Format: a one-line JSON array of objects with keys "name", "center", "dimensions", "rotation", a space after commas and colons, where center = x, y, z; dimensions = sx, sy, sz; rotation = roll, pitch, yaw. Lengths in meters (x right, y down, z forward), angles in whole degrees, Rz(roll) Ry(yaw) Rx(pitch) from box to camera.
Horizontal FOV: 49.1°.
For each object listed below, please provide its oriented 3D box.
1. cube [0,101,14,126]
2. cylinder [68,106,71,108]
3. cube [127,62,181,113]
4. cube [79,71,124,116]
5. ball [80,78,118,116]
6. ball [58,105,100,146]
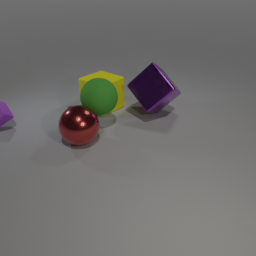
[{"name": "cube", "center": [-4.877, -0.545, 10.492], "dimensions": [0.700, 0.700, 0.700], "rotation": [-34, -7, 1]}, {"name": "cylinder", "center": [-2.055, -0.378, 10.701], "dimensions": [0.700, 0.700, 0.700], "rotation": [18, 28, -10]}, {"name": "cube", "center": [1.081, -1.570, 11.356], "dimensions": [1.400, 1.400, 1.400], "rotation": [54, 17, 12]}, {"name": "cube", "center": [-1.135, -1.539, 12.239], "dimensions": [1.400, 1.400, 1.400], "rotation": [22, 36, 34]}, {"name": "ball", "center": [-1.068, -1.157, 10.391], "dimensions": [1.400, 1.400, 1.400], "rotation": [0, 29, 0]}, {"name": "ball", "center": [-1.682, -0.091, 9.660], "dimensions": [1.400, 1.400, 1.400], "rotation": [0, 29, 0]}]
